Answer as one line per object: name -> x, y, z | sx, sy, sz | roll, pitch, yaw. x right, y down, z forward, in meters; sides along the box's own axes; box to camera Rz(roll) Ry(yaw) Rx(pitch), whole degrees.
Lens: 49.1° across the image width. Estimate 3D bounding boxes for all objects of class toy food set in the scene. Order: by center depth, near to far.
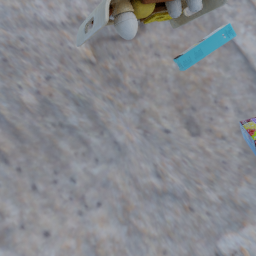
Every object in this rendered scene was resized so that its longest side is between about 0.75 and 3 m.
toy food set -> 0.390, -2.187, 5.705 | 2.623, 1.882, 0.792 | -17, 99, -22

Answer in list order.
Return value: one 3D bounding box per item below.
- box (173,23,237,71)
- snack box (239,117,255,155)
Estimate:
box -> 1.755, -1.857, 6.502 | 1.387, 0.571, 0.341 | -34, 100, 6
snack box -> 2.960, 0.027, 5.324 | 1.340, 1.130, 0.453 | -16, 106, 13
